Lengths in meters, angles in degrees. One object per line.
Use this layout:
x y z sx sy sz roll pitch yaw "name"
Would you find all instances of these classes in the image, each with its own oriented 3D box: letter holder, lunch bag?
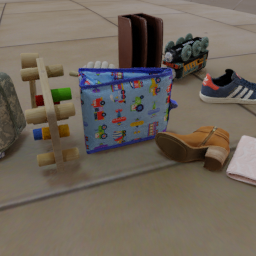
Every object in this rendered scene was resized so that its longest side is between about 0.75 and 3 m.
0.512 -3.368 11.694 1.205 2.397 1.703 -19 37 -26 "letter holder"
-3.745 -0.291 7.352 1.392 1.998 1.676 -2 30 8 "lunch bag"
0.086 -0.570 7.685 2.687 2.023 1.264 -5 33 -8 "lunch bag"

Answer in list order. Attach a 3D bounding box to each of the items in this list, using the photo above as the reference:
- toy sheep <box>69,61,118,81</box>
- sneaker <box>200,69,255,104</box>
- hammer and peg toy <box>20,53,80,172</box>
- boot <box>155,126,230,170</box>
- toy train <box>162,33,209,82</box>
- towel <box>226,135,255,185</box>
-1.018 -1.714 10.036 2.190 1.510 1.510 17 31 -10 "toy sheep"
3.971 -1.544 10.038 2.677 1.131 1.003 -4 33 -7 "sneaker"
-1.992 -0.574 7.095 1.031 2.150 2.923 -11 47 -15 "hammer and peg toy"
1.799 0.277 7.557 1.890 0.725 1.467 16 37 20 "boot"
2.480 -2.985 11.861 1.183 1.582 2.776 25 42 34 "toy train"
3.499 0.909 7.019 1.660 0.280 1.738 18 37 25 "towel"
